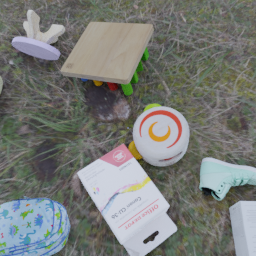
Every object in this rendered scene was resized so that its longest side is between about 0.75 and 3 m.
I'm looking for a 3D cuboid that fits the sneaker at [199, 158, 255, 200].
[{"bbox_3d":[3.282,1.794,8.756,2.127,0.783,1.254,12,59,15],"label":"sneaker"}]

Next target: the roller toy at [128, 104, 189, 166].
[{"bbox_3d":[1.081,0.336,9.186,1.759,1.348,1.929,24,73,17],"label":"roller toy"}]

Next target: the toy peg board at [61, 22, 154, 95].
[{"bbox_3d":[-0.633,-2.629,10.922,2.778,1.364,2.790,11,61,23],"label":"toy peg board"}]

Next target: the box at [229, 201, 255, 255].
[{"bbox_3d":[3.776,3.179,7.939,1.246,0.977,2.004,1,63,0],"label":"box"}]

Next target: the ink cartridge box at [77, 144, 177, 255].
[{"bbox_3d":[0.015,2.193,8.429,1.742,1.009,2.990,-32,67,-15],"label":"ink cartridge box"}]

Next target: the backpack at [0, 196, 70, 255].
[{"bbox_3d":[-2.786,2.850,7.871,2.276,1.750,1.857,5,43,-12],"label":"backpack"}]

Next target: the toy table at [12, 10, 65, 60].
[{"bbox_3d":[-3.454,-3.542,11.034,2.066,1.899,1.210,16,81,8],"label":"toy table"}]

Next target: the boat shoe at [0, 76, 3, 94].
[{"bbox_3d":[-5.135,-0.712,9.719,1.086,0.962,2.967,1,76,-2],"label":"boat shoe"}]
